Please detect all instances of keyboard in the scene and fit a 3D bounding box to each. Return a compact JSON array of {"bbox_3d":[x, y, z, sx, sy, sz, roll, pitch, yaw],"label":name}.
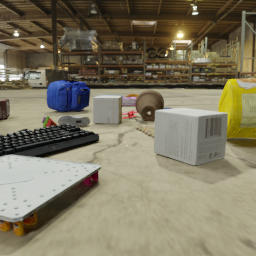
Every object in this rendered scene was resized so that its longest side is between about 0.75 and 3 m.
[{"bbox_3d":[-2.155,0.252,6.067,1.745,0.373,2.906,8,12,33],"label":"keyboard"}]

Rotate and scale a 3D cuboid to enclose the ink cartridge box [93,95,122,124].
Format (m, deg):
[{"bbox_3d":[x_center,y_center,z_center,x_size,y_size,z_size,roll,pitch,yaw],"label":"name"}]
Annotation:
[{"bbox_3d":[-0.696,-0.674,9.922,0.896,0.900,1.227,2,10,4],"label":"ink cartridge box"}]

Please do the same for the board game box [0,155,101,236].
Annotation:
[{"bbox_3d":[-1.517,0.740,3.672,1.780,0.230,1.780,3,10,20],"label":"board game box"}]

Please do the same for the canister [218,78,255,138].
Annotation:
[{"bbox_3d":[3.622,-0.407,6.294,2.847,1.232,2.114,-1,-12,11],"label":"canister"}]

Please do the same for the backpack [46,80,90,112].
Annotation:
[{"bbox_3d":[-2.824,-1.553,13.334,1.571,1.521,1.872,10,13,36],"label":"backpack"}]

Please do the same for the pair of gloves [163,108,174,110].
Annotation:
[{"bbox_3d":[1.774,-0.913,13.758,0.812,0.115,1.010,10,15,37],"label":"pair of gloves"}]

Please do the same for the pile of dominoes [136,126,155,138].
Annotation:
[{"bbox_3d":[1.261,-0.021,7.830,1.658,0.339,2.127,-2,9,-14],"label":"pile of dominoes"}]

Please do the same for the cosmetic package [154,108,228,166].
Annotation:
[{"bbox_3d":[1.178,0.113,5.377,0.887,0.887,1.076,-6,12,-36],"label":"cosmetic package"}]

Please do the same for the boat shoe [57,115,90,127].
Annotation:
[{"bbox_3d":[-1.760,-0.226,8.916,1.105,0.397,0.363,-8,6,-37],"label":"boat shoe"}]

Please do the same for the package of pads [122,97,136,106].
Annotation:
[{"bbox_3d":[-0.094,-1.527,16.189,1.301,0.492,0.784,0,10,-1],"label":"package of pads"}]

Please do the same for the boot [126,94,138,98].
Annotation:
[{"bbox_3d":[0.867,-1.701,16.781,1.840,0.647,1.317,-2,9,-37],"label":"boot"}]

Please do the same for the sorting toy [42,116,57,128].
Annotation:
[{"bbox_3d":[-2.357,-0.113,8.645,0.397,0.400,1.154,21,1,-28],"label":"sorting toy"}]

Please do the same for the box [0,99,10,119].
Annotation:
[{"bbox_3d":[-5.633,-0.695,10.595,2.061,0.772,1.032,-1,10,-17],"label":"box"}]

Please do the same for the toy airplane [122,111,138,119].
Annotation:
[{"bbox_3d":[0.138,-0.550,11.141,1.298,0.239,1.298,-10,7,1],"label":"toy airplane"}]

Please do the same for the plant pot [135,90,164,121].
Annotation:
[{"bbox_3d":[0.808,-0.733,10.394,1.117,1.117,0.974,1,28,4],"label":"plant pot"}]
